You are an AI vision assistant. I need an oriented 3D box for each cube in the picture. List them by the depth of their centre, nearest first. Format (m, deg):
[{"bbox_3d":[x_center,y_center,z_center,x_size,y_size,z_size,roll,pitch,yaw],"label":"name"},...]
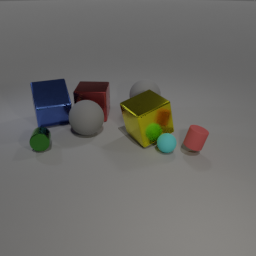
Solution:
[{"bbox_3d":[0.725,-0.398,10.621,1.400,1.400,1.400,-27,37,-17],"label":"cube"},{"bbox_3d":[-3.228,-1.043,11.795,1.400,1.400,1.400,-11,62,-19],"label":"cube"},{"bbox_3d":[-1.583,-1.219,12.643,1.400,1.400,1.400,1,28,3],"label":"cube"}]

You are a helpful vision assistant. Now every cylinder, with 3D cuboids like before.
[{"bbox_3d":[2.397,0.344,9.881,0.700,0.700,0.700,15,24,-7],"label":"cylinder"},{"bbox_3d":[-3.213,0.401,10.298,0.700,0.700,0.700,-5,23,-9],"label":"cylinder"}]

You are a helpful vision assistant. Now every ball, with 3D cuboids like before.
[{"bbox_3d":[1.391,0.536,10.062,0.700,0.700,0.700,0,28,0],"label":"ball"},{"bbox_3d":[-1.656,-0.414,11.177,1.400,1.400,1.400,0,28,0],"label":"ball"},{"bbox_3d":[0.764,-1.469,12.524,1.400,1.400,1.400,0,28,0],"label":"ball"}]
